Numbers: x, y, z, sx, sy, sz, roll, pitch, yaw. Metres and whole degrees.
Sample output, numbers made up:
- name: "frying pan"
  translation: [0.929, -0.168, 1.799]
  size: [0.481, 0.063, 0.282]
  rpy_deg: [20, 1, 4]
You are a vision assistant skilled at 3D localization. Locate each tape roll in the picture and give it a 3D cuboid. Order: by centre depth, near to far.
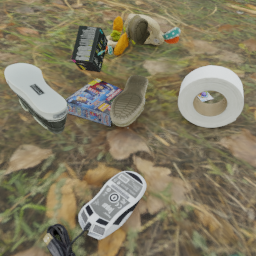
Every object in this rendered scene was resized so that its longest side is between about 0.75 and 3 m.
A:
- name: "tape roll"
  translation: [2.765, -1.002, 9.389]
  size: [2.104, 2.104, 0.736]
  rpy_deg: [10, 44, 10]

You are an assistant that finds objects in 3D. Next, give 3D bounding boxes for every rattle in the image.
- name: "rattle"
  translation: [1.013, -4.091, 13.364]
  size: [2.804, 1.826, 2.003]
  rpy_deg: [23, 54, -11]
- name: "rattle"
  translation: [-0.733, -4.450, 13.619]
  size: [1.137, 1.248, 1.747]
  rpy_deg: [38, 48, 12]

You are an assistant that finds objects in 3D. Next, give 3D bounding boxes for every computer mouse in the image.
- name: "computer mouse"
  translation: [-0.616, 2.282, 7.094]
  size: [1.601, 0.640, 2.919]
  rpy_deg: [31, 58, 34]

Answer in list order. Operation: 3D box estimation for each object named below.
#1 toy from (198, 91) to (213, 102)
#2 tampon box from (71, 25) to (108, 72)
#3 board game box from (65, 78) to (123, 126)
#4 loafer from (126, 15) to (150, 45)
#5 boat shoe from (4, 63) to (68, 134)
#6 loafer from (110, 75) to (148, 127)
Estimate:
- name: "toy"
  translation: [2.959, -1.453, 11.195]
  size: [0.529, 0.217, 0.919]
  rpy_deg: [-16, 46, -15]
- name: "tampon box"
  translation: [-1.253, -2.595, 9.265]
  size: [0.760, 0.902, 1.204]
  rpy_deg: [10, 81, 13]
- name: "board game box"
  translation: [-1.059, -0.900, 10.357]
  size: [1.877, 0.579, 1.878]
  rpy_deg: [29, 51, 26]
- name: "loafer"
  translation: [0.262, -3.466, 9.914]
  size: [0.725, 0.817, 2.150]
  rpy_deg: [35, 7, 5]
- name: "boat shoe"
  translation: [-2.678, -0.885, 7.987]
  size: [1.011, 0.910, 2.859]
  rpy_deg: [-23, 51, -30]
- name: "loafer"
  translation: [0.138, -0.875, 10.065]
  size: [1.040, 0.939, 2.749]
  rpy_deg: [14, 43, 14]
